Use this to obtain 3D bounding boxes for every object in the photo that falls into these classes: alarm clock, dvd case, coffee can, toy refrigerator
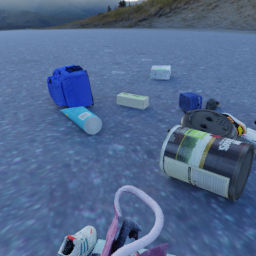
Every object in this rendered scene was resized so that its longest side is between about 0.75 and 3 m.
[{"bbox_3d":[2.607,0.202,8.432,2.495,0.831,1.683,29,43,21],"label":"alarm clock"},{"bbox_3d":[0.047,2.513,4.743,1.606,0.177,1.172,8,26,14],"label":"dvd case"},{"bbox_3d":[1.942,0.817,6.967,1.893,1.386,1.386,17,29,33],"label":"coffee can"},{"bbox_3d":[0.206,-1.243,12.546,1.370,0.479,0.520,13,28,28],"label":"toy refrigerator"}]

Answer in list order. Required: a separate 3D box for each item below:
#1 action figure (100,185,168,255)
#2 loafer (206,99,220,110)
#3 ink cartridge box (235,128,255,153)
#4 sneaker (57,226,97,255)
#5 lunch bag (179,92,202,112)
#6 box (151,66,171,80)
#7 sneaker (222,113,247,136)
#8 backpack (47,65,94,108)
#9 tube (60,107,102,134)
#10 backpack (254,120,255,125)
[{"bbox_3d":[-0.407,2.218,3.411,1.755,1.951,2.620,26,27,37],"label":"action figure"},{"bbox_3d":[3.643,-0.986,12.079,0.432,0.435,1.196,18,31,24],"label":"loafer"},{"bbox_3d":[4.437,0.424,8.977,1.453,0.365,1.674,-12,24,-21],"label":"ink cartridge box"},{"bbox_3d":[-0.924,2.122,5.174,0.389,0.517,1.106,11,27,23],"label":"sneaker"},{"bbox_3d":[2.739,-1.123,12.007,0.688,0.707,1.040,-10,27,-21],"label":"lunch bag"},{"bbox_3d":[2.005,-3.368,17.029,1.128,0.618,1.279,3,24,10],"label":"box"},{"bbox_3d":[3.295,-0.119,9.322,0.581,0.451,1.291,-16,31,-20],"label":"sneaker"},{"bbox_3d":[-2.687,-1.959,12.595,1.807,1.750,2.153,-11,28,-19],"label":"backpack"},{"bbox_3d":[-1.797,-0.464,10.776,1.021,0.664,2.636,-4,19,-27],"label":"tube"},{"bbox_3d":[5.313,-0.403,9.943,1.269,1.127,0.955,-18,32,-27],"label":"backpack"}]
